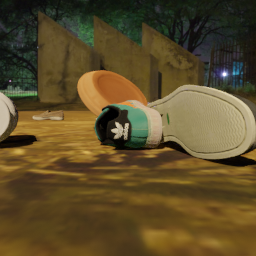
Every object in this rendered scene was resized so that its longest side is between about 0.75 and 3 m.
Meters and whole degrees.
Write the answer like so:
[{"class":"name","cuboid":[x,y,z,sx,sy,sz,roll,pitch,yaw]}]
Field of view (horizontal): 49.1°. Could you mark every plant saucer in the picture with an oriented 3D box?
[{"class":"plant saucer","cuboid":[-0.323,-0.970,8.580,2.475,0.463,2.475,25,34,-19]}]

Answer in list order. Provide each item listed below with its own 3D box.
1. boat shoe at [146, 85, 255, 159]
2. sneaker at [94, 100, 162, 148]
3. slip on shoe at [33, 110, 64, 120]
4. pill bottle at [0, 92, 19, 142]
[{"class":"boat shoe","cuboid":[1.123,-0.143,4.323,0.949,1.008,2.807,-6,4,-15]},{"class":"sneaker","cuboid":[-0.204,-0.141,5.377,0.952,0.850,2.383,3,5,-16]},{"class":"slip on shoe","cuboid":[-4.102,-0.660,14.426,1.671,0.506,0.635,1,5,16]},{"class":"pill bottle","cuboid":[-2.576,-0.212,5.196,0.994,0.994,1.717,-2,3,-20]}]
